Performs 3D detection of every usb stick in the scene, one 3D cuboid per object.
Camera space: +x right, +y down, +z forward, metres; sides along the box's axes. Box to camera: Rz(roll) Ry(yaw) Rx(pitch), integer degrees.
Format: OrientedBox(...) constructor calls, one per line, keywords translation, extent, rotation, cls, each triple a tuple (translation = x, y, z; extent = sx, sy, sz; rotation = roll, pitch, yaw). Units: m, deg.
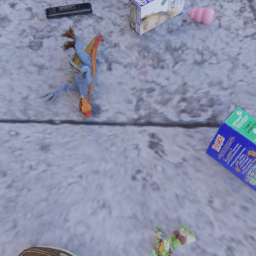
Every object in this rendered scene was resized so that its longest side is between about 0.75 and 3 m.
OrientedBox(translation=(-2.054, -4.117, 9.825), extent=(1.622, 0.264, 0.450), rotation=(-10, 68, -6), cls="usb stick")

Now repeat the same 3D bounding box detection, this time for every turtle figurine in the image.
OrientedBox(translation=(0.819, 2.223, 5.831), extent=(0.972, 0.721, 1.002), rotation=(-17, 64, -14), cls="turtle figurine")

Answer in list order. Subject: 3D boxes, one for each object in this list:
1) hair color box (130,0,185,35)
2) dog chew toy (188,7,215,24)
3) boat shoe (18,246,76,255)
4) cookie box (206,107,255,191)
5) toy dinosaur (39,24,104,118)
OrientedBox(translation=(0.998, -4.067, 9.303), extent=(1.996, 1.091, 0.647), rotation=(-33, 64, -17), cls="hair color box")
OrientedBox(translation=(2.488, -3.848, 9.547), extent=(0.848, 0.528, 0.528), rotation=(14, 60, 16), cls="dog chew toy")
OrientedBox(translation=(-1.095, 2.880, 5.320), extent=(2.454, 0.908, 0.906), rotation=(17, 61, 10), cls="boat shoe")
OrientedBox(translation=(2.797, 0.564, 6.376), extent=(1.698, 1.453, 0.638), rotation=(40, 64, 20), cls="cookie box")
OrientedBox(translation=(-1.171, -1.564, 7.847), extent=(2.736, 1.437, 2.483), rotation=(-24, 82, -27), cls="toy dinosaur")
